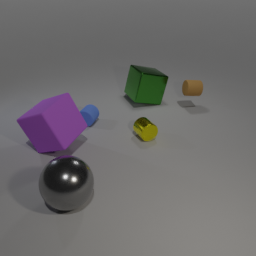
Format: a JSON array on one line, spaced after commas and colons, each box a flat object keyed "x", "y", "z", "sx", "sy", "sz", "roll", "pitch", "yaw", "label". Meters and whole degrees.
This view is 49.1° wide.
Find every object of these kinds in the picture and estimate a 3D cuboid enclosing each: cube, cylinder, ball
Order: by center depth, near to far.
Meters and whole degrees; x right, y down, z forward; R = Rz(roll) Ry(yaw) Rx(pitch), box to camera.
[{"x": -1.583, "y": 1.412, "z": 7.250, "sx": 1.400, "sy": 1.400, "sz": 1.400, "roll": 0, "pitch": 29, "yaw": 0, "label": "ball"}, {"x": -2.523, "y": -0.157, "z": 9.463, "sx": 1.400, "sy": 1.400, "sz": 1.400, "roll": -9, "pitch": 29, "yaw": 36, "label": "cube"}, {"x": 0.650, "y": 0.040, "z": 10.437, "sx": 0.700, "sy": 0.700, "sz": 0.700, "roll": -13, "pitch": 31, "yaw": -23, "label": "cylinder"}, {"x": -1.620, "y": -0.514, "z": 11.433, "sx": 0.700, "sy": 0.700, "sz": 0.700, "roll": 9, "pitch": 30, "yaw": 15, "label": "cylinder"}, {"x": 2.853, "y": -1.770, "z": 12.400, "sx": 0.700, "sy": 0.700, "sz": 0.700, "roll": 0, "pitch": 28, "yaw": -13, "label": "cylinder"}, {"x": 0.826, "y": -2.035, "z": 13.170, "sx": 1.400, "sy": 1.400, "sz": 1.400, "roll": 3, "pitch": 26, "yaw": -25, "label": "cube"}]
